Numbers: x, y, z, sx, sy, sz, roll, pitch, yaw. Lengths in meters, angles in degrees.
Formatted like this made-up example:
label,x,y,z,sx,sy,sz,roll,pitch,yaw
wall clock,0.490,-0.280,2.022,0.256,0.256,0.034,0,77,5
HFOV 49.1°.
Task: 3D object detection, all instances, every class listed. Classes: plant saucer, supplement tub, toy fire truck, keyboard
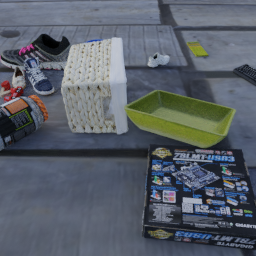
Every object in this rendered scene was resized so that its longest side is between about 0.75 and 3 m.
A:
label,x,y,z,sx,sy,sz,roll,pitch,yaw
plant saucer,1.480,-0.269,7.685,2.544,0.609,2.541,18,24,20
supplement tub,-3.150,-0.183,7.687,1.058,1.058,1.727,32,49,31
toy fire truck,-3.994,-1.167,9.425,0.813,0.281,1.153,2,41,4
keyboard,4.875,-1.909,10.350,1.054,0.225,1.755,-19,45,-21

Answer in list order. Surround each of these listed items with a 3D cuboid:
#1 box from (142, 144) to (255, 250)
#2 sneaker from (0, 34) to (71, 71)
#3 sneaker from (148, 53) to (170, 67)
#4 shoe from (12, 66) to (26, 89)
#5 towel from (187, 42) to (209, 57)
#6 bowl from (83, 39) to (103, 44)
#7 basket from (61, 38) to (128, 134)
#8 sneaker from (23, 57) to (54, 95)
label,x,y,z,sx,sy,sz,roll,pitch,yaw
box,1.538,1.371,6.238,2.325,0.578,2.307,4,40,4
sneaker,-3.485,-3.006,10.788,2.958,1.294,1.091,1,41,1
sneaker,1.260,-2.762,11.123,0.997,0.495,0.388,-24,46,-25
shoe,-3.961,-1.802,10.110,0.462,0.352,1.320,-11,42,-13
towel,3.033,-3.470,12.246,0.568,0.119,1.320,-6,41,-6
bowl,-1.301,-3.428,12.079,1.371,0.269,1.371,0,41,0
basket,-0.906,-1.294,8.386,1.688,1.855,2.737,-4,41,-1
sneaker,-3.133,-1.852,9.734,0.591,0.915,1.686,-25,47,-26
